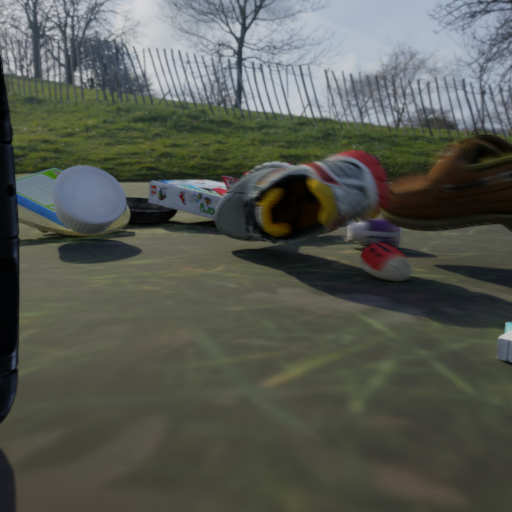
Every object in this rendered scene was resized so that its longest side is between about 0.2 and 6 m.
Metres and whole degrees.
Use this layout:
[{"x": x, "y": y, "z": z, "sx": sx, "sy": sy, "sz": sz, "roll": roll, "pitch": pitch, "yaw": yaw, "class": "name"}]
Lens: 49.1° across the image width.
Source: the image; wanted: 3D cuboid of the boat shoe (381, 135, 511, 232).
[{"x": 2.852, "y": -1.012, "z": 7.123, "sx": 1.194, "sy": 1.128, "sz": 3.319, "roll": -32, "pitch": 20, "yaw": -28, "class": "boat shoe"}]

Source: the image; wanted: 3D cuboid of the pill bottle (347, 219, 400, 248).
[{"x": 1.872, "y": -0.367, "z": 8.958, "sx": 0.805, "sy": 0.449, "sz": 0.449, "roll": 4, "pitch": 10, "yaw": 7, "class": "pill bottle"}]

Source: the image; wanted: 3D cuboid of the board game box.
[{"x": -0.630, "y": -1.232, "z": 12.833, "sx": 3.219, "sy": 0.557, "sz": 2.032, "roll": 17, "pitch": 17, "yaw": 35, "class": "board game box"}]

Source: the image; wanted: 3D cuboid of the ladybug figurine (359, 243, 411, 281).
[{"x": 1.493, "y": 0.046, "z": 6.523, "sx": 0.508, "sy": 0.269, "sz": 0.748, "roll": -14, "pitch": 27, "yaw": -23, "class": "ladybug figurine"}]

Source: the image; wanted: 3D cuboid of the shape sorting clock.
[{"x": -3.895, "y": -1.037, "z": 11.226, "sx": 2.708, "sy": 0.531, "sz": 2.708, "roll": 14, "pitch": 27, "yaw": -7, "class": "shape sorting clock"}]

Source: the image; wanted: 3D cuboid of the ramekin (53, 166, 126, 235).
[{"x": -3.036, "y": -0.955, "z": 10.056, "sx": 1.259, "sy": 1.259, "sz": 0.586, "roll": -6, "pitch": -25, "yaw": -35, "class": "ramekin"}]

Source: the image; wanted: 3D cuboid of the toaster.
[{"x": -2.234, "y": -0.262, "z": 2.126, "sx": 1.578, "sy": 2.405, "sz": 2.660, "roll": 7, "pitch": 11, "yaw": 36, "class": "toaster"}]

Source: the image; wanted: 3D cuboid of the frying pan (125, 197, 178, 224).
[{"x": -2.984, "y": -1.000, "z": 12.615, "sx": 1.925, "sy": 0.518, "sz": 3.183, "roll": 10, "pitch": 15, "yaw": 21, "class": "frying pan"}]

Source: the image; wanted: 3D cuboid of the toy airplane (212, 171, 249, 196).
[{"x": 0.299, "y": -1.067, "z": 10.602, "sx": 2.601, "sy": 0.478, "sz": 2.601, "roll": 20, "pitch": 17, "yaw": -6, "class": "toy airplane"}]

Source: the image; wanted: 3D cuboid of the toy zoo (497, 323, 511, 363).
[{"x": 2.354, "y": 0.646, "z": 3.586, "sx": 1.061, "sy": 0.165, "sz": 1.617, "roll": -6, "pitch": 11, "yaw": -33, "class": "toy zoo"}]

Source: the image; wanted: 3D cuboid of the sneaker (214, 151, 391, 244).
[{"x": 0.302, "y": -0.762, "z": 7.894, "sx": 1.262, "sy": 1.196, "sz": 3.073, "roll": -23, "pitch": 8, "yaw": -38, "class": "sneaker"}]
